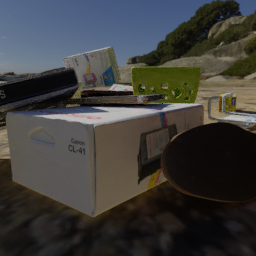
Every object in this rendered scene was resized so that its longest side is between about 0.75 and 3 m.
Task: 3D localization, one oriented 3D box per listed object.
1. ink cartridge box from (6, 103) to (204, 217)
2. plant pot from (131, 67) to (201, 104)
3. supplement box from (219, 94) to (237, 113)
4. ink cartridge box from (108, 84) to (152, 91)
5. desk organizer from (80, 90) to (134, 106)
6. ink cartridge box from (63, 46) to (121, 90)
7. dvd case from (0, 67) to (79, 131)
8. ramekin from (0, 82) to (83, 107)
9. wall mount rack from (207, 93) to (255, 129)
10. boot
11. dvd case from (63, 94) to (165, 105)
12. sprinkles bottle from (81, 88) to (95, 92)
[{"bbox_3d":[-0.205,0.182,4.030,1.747,1.013,2.367,7,13,40],"label":"ink cartridge box"},{"bbox_3d":[1.062,-0.905,8.222,1.861,1.697,1.870,1,10,6],"label":"plant pot"},{"bbox_3d":[4.319,-1.080,12.109,0.676,0.672,1.235,4,11,21],"label":"supplement box"},{"bbox_3d":[0.092,-1.343,12.246,1.816,0.769,1.312,7,21,6],"label":"ink cartridge box"},{"bbox_3d":[-0.751,-0.789,9.778,2.656,0.953,1.023,5,14,28],"label":"desk organizer"},{"bbox_3d":[-1.352,-2.200,10.555,1.822,1.317,0.771,-7,20,20],"label":"ink cartridge box"},{"bbox_3d":[-2.340,-0.135,4.314,2.906,0.359,2.184,-18,0,-21],"label":"dvd case"},{"bbox_3d":[-2.652,-0.787,8.675,2.486,1.305,2.486,0,10,0],"label":"ramekin"},{"bbox_3d":[3.808,-0.594,8.401,2.390,1.025,2.750,7,13,33],"label":"wall mount rack"},{"bbox_3d":[1.307,0.440,3.732,2.520,0.927,0.951,-2,-10,-34],"label":"boot"},{"bbox_3d":[-0.179,-0.446,4.378,1.320,0.105,0.981,0,8,22],"label":"dvd case"},{"bbox_3d":[-2.259,-1.121,11.341,1.005,1.005,2.945,4,11,23],"label":"sprinkles bottle"}]
